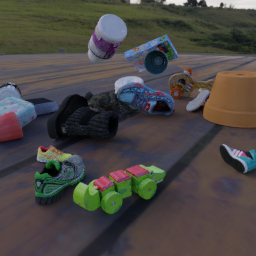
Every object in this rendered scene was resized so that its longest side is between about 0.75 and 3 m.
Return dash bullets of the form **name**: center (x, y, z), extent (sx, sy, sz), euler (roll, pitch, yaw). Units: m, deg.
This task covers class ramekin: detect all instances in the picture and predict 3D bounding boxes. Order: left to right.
- **ramekin**: center (0.087, -2.012, 14.219), extent (1.594, 0.777, 1.594), euler (-5, 33, 3)

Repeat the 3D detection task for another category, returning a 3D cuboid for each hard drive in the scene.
- **hard drive**: center (-4.195, -0.863, 11.917), extent (2.169, 0.459, 1.463), euler (-17, 25, -41)

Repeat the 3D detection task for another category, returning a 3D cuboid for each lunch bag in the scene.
- **lunch bag**: center (-4.201, -0.606, 10.247), extent (1.555, 0.599, 1.247), euler (24, 48, 28)

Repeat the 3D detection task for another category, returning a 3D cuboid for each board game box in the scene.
- **board game box**: center (1.098, -3.376, 12.918), extent (2.038, 0.373, 1.542), euler (-16, -22, 23)

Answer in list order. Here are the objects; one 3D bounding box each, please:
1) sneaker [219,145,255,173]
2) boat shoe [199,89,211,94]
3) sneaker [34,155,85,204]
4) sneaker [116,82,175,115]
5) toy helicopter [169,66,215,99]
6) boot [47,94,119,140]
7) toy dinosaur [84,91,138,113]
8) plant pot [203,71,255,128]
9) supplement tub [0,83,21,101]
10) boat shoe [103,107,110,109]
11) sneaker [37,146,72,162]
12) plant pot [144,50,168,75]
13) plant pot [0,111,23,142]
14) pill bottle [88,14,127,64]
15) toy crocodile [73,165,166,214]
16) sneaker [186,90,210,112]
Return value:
- **sneaker**: center (2.936, 0.719, 7.248), extent (0.686, 0.475, 1.136), euler (-10, 29, -13)
- **boat shoe**: center (4.813, -2.308, 15.972), extent (1.762, 0.572, 0.636), euler (-7, 20, -21)
- **sneaker**: center (-1.447, 0.967, 6.209), extent (0.645, 0.704, 1.653), euler (5, 19, 16)
- **sneaker**: center (0.774, -1.152, 11.522), extent (2.528, 1.002, 1.207), euler (10, 28, -7)
- **toy helicopter**: center (3.356, -2.375, 14.536), extent (2.458, 1.626, 0.970), euler (3, 19, 9)
- **boot**: center (-1.273, -0.405, 9.577), extent (2.073, 1.043, 2.772), euler (-3, 29, 11)
- **toy dinosaur**: center (-0.843, -1.163, 11.958), extent (2.711, 1.043, 1.387), euler (-7, 33, -7)
- **plant pot**: center (4.334, -1.246, 11.003), extent (2.565, 1.796, 2.565), euler (0, 18, 0)
- **supplement tub**: center (-5.479, -1.503, 12.914), extent (1.043, 1.043, 1.703), euler (-6, 21, -18)
- **boat shoe**: center (-0.741, -1.113, 12.746), extent (1.295, 0.490, 0.478), euler (-17, 29, -21)
- **sneaker**: center (-1.957, 0.691, 7.416), extent (0.985, 0.445, 0.385), euler (4, 18, 6)
- **plant pot**: center (1.192, -2.703, 11.394), extent (0.976, 0.976, 0.654), euler (5, 21, 15)
- **plant pot**: center (-3.897, 0.002, 8.871), extent (0.829, 0.937, 0.937), euler (-21, 27, -29)
- **pill bottle**: center (-0.855, -3.208, 10.460), extent (1.079, 1.079, 1.922), euler (-10, -13, -26)
- **toy crocodile**: center (-0.107, 1.146, 5.731), extent (2.179, 0.673, 0.735), euler (-13, 23, -34)
- **sneaker**: center (3.189, -1.053, 12.451), extent (1.482, 0.588, 0.581), euler (-41, 33, -25)
